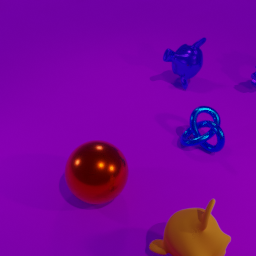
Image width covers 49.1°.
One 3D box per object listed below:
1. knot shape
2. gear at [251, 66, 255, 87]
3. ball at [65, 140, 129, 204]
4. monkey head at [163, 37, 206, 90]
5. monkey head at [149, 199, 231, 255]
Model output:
[{"bbox_3d":[2.090,0.133,7.521,1.217,1.300,0.601,44,11,36],"label":"knot shape"},{"bbox_3d":[5.013,-2.054,9.633,1.648,1.648,0.305,-17,52,-20],"label":"gear"},{"bbox_3d":[-0.679,0.957,6.143,1.390,1.390,1.390,0,39,0],"label":"ball"},{"bbox_3d":[1.984,-2.383,9.912,1.352,1.879,1.132,0,25,-45],"label":"monkey head"},{"bbox_3d":[1.063,1.998,4.762,1.028,1.705,1.227,44,32,4],"label":"monkey head"}]
